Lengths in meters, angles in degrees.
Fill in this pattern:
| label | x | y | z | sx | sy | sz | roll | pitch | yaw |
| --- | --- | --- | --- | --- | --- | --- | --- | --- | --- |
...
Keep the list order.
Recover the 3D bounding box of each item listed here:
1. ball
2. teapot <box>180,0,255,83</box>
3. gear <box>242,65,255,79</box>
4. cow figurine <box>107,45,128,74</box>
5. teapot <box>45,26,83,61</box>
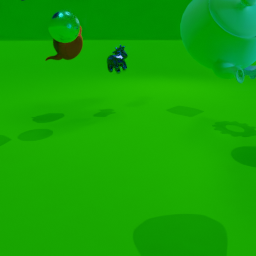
| label | x | y | z | sx | sy | sz | roll | pitch | yaw |
| --- | --- | --- | --- | --- | --- | --- | --- | --- | --- |
| ball | -1.811 | -2.875 | 7.942 | 0.887 | 0.887 | 0.887 | 0 | 19 | 0 |
| teapot | 1.444 | -1.439 | 3.980 | 1.298 | 2.087 | 1.022 | 10 | -18 | -6 |
| gear | 3.607 | -2.067 | 8.344 | 0.242 | 1.310 | 1.310 | -44 | 38 | -19 |
| cow figurine | -0.394 | -2.464 | 9.896 | 0.584 | 1.046 | 1.063 | -18 | -7 | 34 |
| teapot | -2.105 | -2.819 | 9.416 | 0.827 | 1.688 | 1.050 | 30 | -11 | 23 |
